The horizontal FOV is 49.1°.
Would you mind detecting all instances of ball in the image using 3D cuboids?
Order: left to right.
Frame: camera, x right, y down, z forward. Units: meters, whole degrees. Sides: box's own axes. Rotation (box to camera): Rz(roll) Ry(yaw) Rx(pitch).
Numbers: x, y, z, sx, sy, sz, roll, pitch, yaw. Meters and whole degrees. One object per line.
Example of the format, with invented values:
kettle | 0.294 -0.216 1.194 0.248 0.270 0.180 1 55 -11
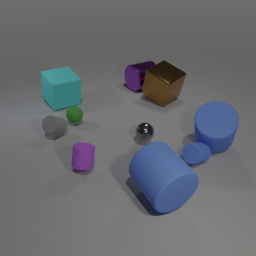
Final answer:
ball | -2.227 -0.563 11.698 0.700 0.700 0.700 0 30 0
ball | 0.625 0.146 10.390 0.700 0.700 0.700 0 30 0

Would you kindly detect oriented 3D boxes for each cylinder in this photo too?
cylinder | -2.824 -0.102 10.810 0.700 0.700 0.700 13 -1 21
cylinder | -1.433 0.896 8.979 0.700 0.700 0.700 7 15 -2
cylinder | 0.745 -2.810 15.085 1.400 1.400 1.400 -20 36 -31
cylinder | 0.948 1.316 7.652 1.400 1.400 1.400 -15 40 -25
cylinder | 2.281 0.835 9.349 0.700 0.700 0.700 -2 23 -46
cylinder | 3.037 -0.011 9.755 1.400 1.400 1.400 -5 64 11

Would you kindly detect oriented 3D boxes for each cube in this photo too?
cube | -3.162 -1.886 13.265 1.400 1.400 1.400 -18 45 -31
cube | 1.713 -2.157 13.508 1.400 1.400 1.400 38 52 24
